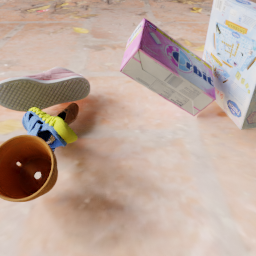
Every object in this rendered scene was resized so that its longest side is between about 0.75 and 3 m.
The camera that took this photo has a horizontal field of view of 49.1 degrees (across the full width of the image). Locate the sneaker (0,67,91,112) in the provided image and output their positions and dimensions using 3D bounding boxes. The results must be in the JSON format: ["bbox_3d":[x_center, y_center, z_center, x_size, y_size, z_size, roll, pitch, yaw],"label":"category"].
[{"bbox_3d":[-2.473,-1.169,8.102,2.557,0.963,1.337,-10,27,-20],"label":"sneaker"}]

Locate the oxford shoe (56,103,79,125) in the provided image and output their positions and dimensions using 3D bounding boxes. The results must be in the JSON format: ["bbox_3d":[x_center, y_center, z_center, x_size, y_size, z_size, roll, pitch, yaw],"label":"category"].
[{"bbox_3d":[-1.601,-0.354,7.379,0.423,0.423,1.186,22,43,3],"label":"oxford shoe"}]

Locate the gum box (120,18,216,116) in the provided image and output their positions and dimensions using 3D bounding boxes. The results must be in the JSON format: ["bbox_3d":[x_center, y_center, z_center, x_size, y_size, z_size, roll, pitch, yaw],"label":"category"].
[{"bbox_3d":[1.190,-1.576,7.580,2.625,0.868,1.490,29,46,-19],"label":"gum box"}]

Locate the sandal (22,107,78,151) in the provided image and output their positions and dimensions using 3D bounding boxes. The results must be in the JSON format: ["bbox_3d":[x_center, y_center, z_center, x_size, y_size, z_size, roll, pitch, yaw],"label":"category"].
[{"bbox_3d":[-2.005,0.112,6.282,0.891,0.813,2.046,-47,32,-20],"label":"sandal"}]

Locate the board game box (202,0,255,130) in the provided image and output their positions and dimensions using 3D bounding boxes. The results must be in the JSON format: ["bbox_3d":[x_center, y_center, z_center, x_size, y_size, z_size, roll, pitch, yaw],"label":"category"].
[{"bbox_3d":[2.909,-1.864,7.541,0.570,2.763,2.769,-6,37,-11],"label":"board game box"}]

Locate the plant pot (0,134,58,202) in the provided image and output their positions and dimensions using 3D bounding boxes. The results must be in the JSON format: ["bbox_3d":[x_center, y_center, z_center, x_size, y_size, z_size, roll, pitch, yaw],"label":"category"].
[{"bbox_3d":[-1.777,0.792,5.068,1.157,0.810,1.157,-2,69,4],"label":"plant pot"}]
